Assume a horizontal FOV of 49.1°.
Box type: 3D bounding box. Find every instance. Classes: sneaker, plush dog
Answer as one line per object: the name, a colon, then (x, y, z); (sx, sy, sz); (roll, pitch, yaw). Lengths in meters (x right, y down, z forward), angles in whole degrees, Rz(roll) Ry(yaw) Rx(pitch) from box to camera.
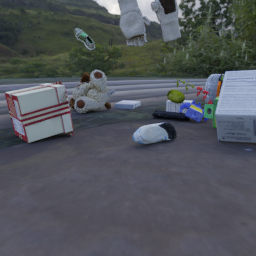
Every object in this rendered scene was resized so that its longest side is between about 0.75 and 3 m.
sneaker: (0.870, 0.173, 8.764); (1.689, 0.607, 0.612); (-3, -10, -39)
sneaker: (-1.862, -4.012, 12.342); (0.470, 1.223, 0.542); (-48, 5, -23)
plush dog: (-2.032, -1.748, 14.656); (2.046, 2.382, 1.911); (22, -10, 36)

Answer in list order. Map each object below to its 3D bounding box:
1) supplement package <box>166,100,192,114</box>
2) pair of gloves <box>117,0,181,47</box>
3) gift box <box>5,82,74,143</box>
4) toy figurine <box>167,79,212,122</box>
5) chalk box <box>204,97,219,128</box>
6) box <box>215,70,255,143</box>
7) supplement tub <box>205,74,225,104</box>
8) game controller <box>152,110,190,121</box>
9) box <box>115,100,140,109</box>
supplement package: (2.471, -0.968, 13.365); (1.168, 0.685, 0.683); (6, 14, 26)
pair of gloves: (0.524, -2.666, 6.685); (1.524, 1.296, 0.267); (-11, 14, -10)
gift box: (-2.776, -0.499, 9.279); (1.790, 1.769, 1.917); (-20, 26, -33)
toy figurine: (2.760, -0.948, 11.858); (2.313, 1.220, 1.386); (27, 37, -1)
chalk box: (3.861, -0.602, 10.860); (1.802, 1.121, 1.115); (4, 13, 22)
box: (4.012, -0.721, 8.768); (2.126, 1.213, 2.312); (3, 45, 27)
supplement tub: (5.845, -1.954, 15.050); (2.999, 1.838, 1.838); (7, 15, 32)
game controller: (1.962, -0.539, 12.521); (1.703, 0.359, 0.888); (9, 1, 33)
box: (0.007, -1.322, 15.821); (1.080, 0.285, 1.385); (5, 13, 19)
